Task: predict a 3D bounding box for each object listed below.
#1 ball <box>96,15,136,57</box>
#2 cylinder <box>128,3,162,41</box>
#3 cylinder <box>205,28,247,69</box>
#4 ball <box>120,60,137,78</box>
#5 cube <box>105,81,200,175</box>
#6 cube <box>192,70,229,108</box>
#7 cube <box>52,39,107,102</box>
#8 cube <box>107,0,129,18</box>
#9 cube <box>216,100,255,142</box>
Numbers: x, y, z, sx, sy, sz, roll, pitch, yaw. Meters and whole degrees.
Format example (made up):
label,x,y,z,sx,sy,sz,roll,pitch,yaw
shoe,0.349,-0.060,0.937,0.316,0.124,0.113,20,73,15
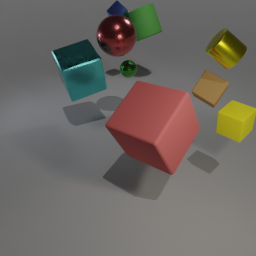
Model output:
label,x,y,z,sx,sy,sz,roll,pitch,yaw
ball,-0.403,-3.210,9.791,1.400,1.400,1.400,0,32,0
cylinder,0.822,-5.215,13.888,1.400,1.400,1.400,-20,16,6
cylinder,2.387,-1.926,6.841,0.700,0.700,0.700,35,31,-12
ball,0.013,-2.385,11.290,0.700,0.700,0.700,0,32,0
cube,0.617,-0.022,6.474,1.400,1.400,1.400,20,67,36
cube,2.253,-1.059,7.691,0.700,0.700,0.700,35,7,16
cube,-1.723,-2.077,10.081,1.400,1.400,1.400,-22,51,-11
cube,-0.463,-5.351,13.108,0.700,0.700,0.700,45,3,9
cube,2.814,-0.185,7.320,0.700,0.700,0.700,-34,45,-31
